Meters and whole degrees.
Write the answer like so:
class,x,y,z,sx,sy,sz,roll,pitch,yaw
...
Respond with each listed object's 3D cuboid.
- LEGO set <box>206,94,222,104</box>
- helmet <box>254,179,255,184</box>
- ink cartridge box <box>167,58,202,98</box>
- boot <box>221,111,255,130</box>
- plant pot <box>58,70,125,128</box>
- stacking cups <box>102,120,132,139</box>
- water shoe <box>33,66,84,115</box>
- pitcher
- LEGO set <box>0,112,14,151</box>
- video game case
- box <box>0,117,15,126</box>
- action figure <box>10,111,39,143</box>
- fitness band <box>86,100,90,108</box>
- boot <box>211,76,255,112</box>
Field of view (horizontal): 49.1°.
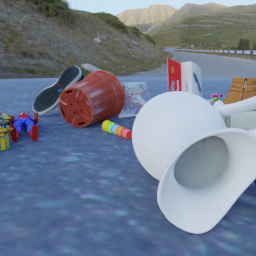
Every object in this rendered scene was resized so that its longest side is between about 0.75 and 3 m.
class,x,y,z,sx,sy,sz,roll,pitch,yaw
LEGO set,3.854,-1.156,13.214,0.674,0.626,1.642,5,20,36
helmet,2.706,0.438,4.131,1.596,1.674,1.674,18,14,1
ink cartridge box,1.758,-1.099,8.443,0.406,1.816,1.600,-3,-4,36
boot,3.485,-0.219,8.398,1.849,0.862,2.391,4,15,17
plant pot,-1.335,-0.941,9.855,1.886,1.886,1.834,6,22,25
stacking cups,-0.293,0.073,8.347,0.370,0.370,1.224,-10,20,-37
water shoe,-2.743,-1.398,11.528,0.906,2.534,1.000,45,-2,19
pitcher,1.195,0.084,4.534,2.263,1.599,2.637,-36,15,4
LEGO set,-4.221,-0.310,7.074,2.108,1.588,2.741,-8,15,-33
video game case,0.191,-1.171,11.466,1.632,1.487,0.188,-7,-16,-29
box,-4.567,-0.191,9.628,1.047,0.258,0.836,0,11,0
action figure,-3.214,-0.153,8.694,0.877,0.693,2.680,-7,12,-20
fitness band,-1.854,-1.116,13.336,1.977,0.515,2.752,7,15,19
boot,4.363,-1.367,11.757,2.063,1.602,0.791,4,13,16
